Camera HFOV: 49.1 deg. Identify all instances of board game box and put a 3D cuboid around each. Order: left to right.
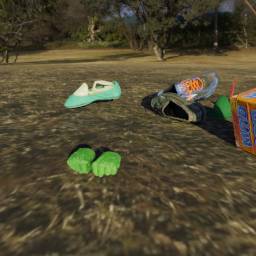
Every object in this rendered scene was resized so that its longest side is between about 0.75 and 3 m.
[{"bbox_3d":[3.417,-0.191,6.506,1.350,1.349,1.349,-19,19,-12],"label":"board game box"}]

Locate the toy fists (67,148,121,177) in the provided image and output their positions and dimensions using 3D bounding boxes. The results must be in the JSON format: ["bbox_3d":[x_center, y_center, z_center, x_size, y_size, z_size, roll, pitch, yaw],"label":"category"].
[{"bbox_3d":[-0.693,0.710,5.641,1.082,0.372,0.552,8,21,16],"label":"toy fists"}]

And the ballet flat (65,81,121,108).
[{"bbox_3d":[-1.465,-1.476,11.431,2.397,0.844,0.807,-14,29,-16],"label":"ballet flat"}]

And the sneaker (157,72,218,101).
[{"bbox_3d":[2.256,-1.436,10.867,2.540,0.957,0.996,-25,-18,26],"label":"sneaker"}]

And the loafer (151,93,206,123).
[{"bbox_3d":[1.592,-0.722,9.919,0.763,0.872,2.426,-14,23,-35],"label":"loafer"}]

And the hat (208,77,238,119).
[{"bbox_3d":[3.482,-1.085,10.219,1.076,1.143,1.299,-1,26,18],"label":"hat"}]
